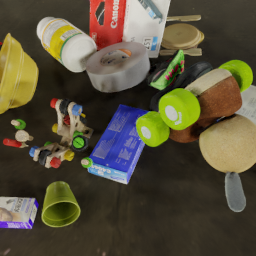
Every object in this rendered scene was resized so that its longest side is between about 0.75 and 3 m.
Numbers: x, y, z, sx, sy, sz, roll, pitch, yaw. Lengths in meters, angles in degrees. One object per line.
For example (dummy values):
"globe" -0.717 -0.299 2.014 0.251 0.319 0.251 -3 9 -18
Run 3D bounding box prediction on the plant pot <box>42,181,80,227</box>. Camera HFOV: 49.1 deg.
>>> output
"plant pot" -1.514 1.621 6.217 0.794 0.794 0.765 -12 36 -12

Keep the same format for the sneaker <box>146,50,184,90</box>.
"sneaker" 1.319 -2.096 9.668 0.972 0.891 2.321 12 38 25

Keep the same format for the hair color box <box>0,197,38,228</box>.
"hair color box" -2.613 1.865 6.199 1.071 0.347 0.585 0 46 3

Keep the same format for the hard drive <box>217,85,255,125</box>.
"hard drive" 4.366 -0.340 8.130 2.943 0.373 1.941 24 49 28

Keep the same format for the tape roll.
"tape roll" -0.324 -2.089 9.407 2.098 0.693 2.098 -11 41 10

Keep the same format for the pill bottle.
"pill bottle" -2.369 -3.203 10.407 1.379 1.379 2.445 -30 53 -26

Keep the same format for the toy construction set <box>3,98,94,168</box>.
"toy construction set" -1.857 0.243 7.322 2.079 1.598 1.734 -5 80 7

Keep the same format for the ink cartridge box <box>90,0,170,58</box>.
"ink cartridge box" 0.014 -3.844 9.744 2.609 2.962 0.662 -5 47 -13

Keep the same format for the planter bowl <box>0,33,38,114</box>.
"planter bowl" -3.394 -1.461 8.478 1.044 2.506 2.506 13 38 -31

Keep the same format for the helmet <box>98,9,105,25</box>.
"helmet" -0.190 -4.242 11.098 1.985 1.985 1.892 1 57 1

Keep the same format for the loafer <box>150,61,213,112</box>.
"loafer" 1.848 -1.127 8.744 0.990 0.958 2.820 37 60 24

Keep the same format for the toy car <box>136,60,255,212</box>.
"toy car" 2.151 0.314 6.662 2.445 2.348 2.977 -29 83 -30

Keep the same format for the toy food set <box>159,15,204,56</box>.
"toy food set" 2.167 -3.658 11.546 1.876 0.545 2.718 2 51 12

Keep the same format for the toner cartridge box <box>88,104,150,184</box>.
"toner cartridge box" -0.126 0.342 7.568 1.080 0.491 2.274 14 47 15

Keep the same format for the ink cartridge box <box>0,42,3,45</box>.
"ink cartridge box" -5.952 -3.406 11.363 1.034 0.322 1.285 25 52 22
